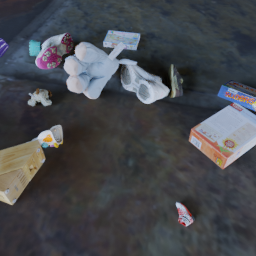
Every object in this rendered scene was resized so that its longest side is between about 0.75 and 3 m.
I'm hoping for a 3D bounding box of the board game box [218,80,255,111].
[{"bbox_3d":[5.196,-1.100,11.170,2.819,0.486,1.908,27,26,21],"label":"board game box"}]

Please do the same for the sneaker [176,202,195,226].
[{"bbox_3d":[1.642,2.635,8.568,0.410,0.255,0.765,-28,57,-26],"label":"sneaker"}]

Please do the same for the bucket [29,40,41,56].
[{"bbox_3d":[-4.664,-4.007,14.078,0.510,0.784,0.784,1,48,-13],"label":"bucket"}]

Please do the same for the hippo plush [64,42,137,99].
[{"bbox_3d":[-1.711,-2.951,12.046,2.888,2.300,2.322,-43,44,1],"label":"hippo plush"}]

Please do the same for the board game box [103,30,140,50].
[{"bbox_3d":[-0.319,-4.708,14.980,1.757,0.301,1.181,9,50,8],"label":"board game box"}]

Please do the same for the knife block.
[{"bbox_3d":[-4.525,1.363,9.232,2.496,0.910,2.844,18,52,14],"label":"knife block"}]

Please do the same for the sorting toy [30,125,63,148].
[{"bbox_3d":[-3.073,0.416,10.167,1.175,0.697,1.305,-12,8,4],"label":"sorting toy"}]

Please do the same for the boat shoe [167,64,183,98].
[{"bbox_3d":[2.128,-2.079,12.483,0.622,0.676,1.891,7,52,-4],"label":"boat shoe"}]

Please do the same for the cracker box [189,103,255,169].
[{"bbox_3d":[3.751,0.197,10.374,2.498,0.720,1.673,-29,53,-23],"label":"cracker box"}]

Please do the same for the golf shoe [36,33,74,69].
[{"bbox_3d":[-3.810,-3.757,13.826,1.263,1.039,2.759,8,43,23],"label":"golf shoe"}]

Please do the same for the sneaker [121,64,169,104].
[{"bbox_3d":[0.722,-2.020,12.290,1.414,1.109,2.846,-9,44,-33],"label":"sneaker"}]

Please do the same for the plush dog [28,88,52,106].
[{"bbox_3d":[-3.714,-1.396,11.880,0.992,0.796,0.852,-2,25,-1],"label":"plush dog"}]

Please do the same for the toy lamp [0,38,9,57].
[{"bbox_3d":[-4.039,-1.875,7.769,1.646,0.479,0.479,-41,58,-5],"label":"toy lamp"}]
